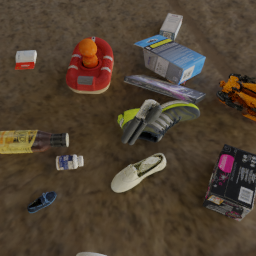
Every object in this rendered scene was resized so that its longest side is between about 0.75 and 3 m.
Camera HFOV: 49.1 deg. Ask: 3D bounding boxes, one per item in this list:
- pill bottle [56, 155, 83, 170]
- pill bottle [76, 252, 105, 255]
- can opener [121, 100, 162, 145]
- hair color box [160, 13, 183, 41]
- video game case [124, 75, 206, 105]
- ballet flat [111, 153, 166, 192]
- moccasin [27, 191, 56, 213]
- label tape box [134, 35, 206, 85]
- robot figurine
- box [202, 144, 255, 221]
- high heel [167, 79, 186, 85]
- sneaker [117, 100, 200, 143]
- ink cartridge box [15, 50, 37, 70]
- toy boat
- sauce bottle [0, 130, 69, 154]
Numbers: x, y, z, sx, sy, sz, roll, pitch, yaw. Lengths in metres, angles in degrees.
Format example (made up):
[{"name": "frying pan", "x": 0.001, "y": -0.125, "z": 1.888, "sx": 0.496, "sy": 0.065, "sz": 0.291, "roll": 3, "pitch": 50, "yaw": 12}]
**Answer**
[{"name": "pill bottle", "x": -1.826, "y": 1.069, "z": 8.795, "sx": 0.794, "sy": 0.441, "sz": 0.441, "roll": -5, "pitch": 53, "yaw": -4}, {"name": "pill bottle", "x": -0.919, "y": 3.921, "z": 6.163, "sx": 1.168, "sy": 1.168, "sz": 2.008, "roll": 6, "pitch": 51, "yaw": 5}, {"name": "can opener", "x": 0.311, "y": -0.104, "z": 7.435, "sx": 0.420, "sy": 1.595, "sz": 0.530, "roll": 18, "pitch": 39, "yaw": -23}, {"name": "hair color box", "x": 2.051, "y": -4.822, "z": 13.322, "sx": 0.744, "sy": 0.456, "sz": 1.504, "roll": 16, "pitch": 55, "yaw": 12}, {"name": "video game case", "x": 1.384, "y": -1.455, "z": 10.147, "sx": 2.614, "sy": 0.248, "sz": 1.867, "roll": 22, "pitch": 20, "yaw": 19}, {"name": "ballet flat", "x": 0.326, "y": 1.270, "z": 8.526, "sx": 1.929, "sy": 0.670, "sz": 0.670, "roll": -25, "pitch": 56, "yaw": -17}, {"name": "moccasin", "x": -2.468, "y": 2.128, "z": 8.069, "sx": 0.882, "sy": 0.301, "sz": 0.355, "roll": -37, "pitch": 61, "yaw": -25}, {"name": "label tape box", "x": 1.625, "y": -2.844, "z": 11.386, "sx": 2.430, "sy": 0.803, "sz": 1.741, "roll": 34, "pitch": 45, "yaw": 26}, {"name": "robot figurine", "x": 4.474, "y": -1.050, "z": 10.247, "sx": 2.517, "sy": 0.733, "sz": 1.825, "roll": 30, "pitch": 58, "yaw": 20}, {"name": "box", "x": 3.010, "y": 1.559, "z": 8.069, "sx": 1.156, "sy": 1.003, "sz": 1.749, "roll": 20, "pitch": 56, "yaw": 13}, {"name": "high heel", "x": 1.948, "y": -1.980, "z": 11.239, "sx": 0.758, "sy": 0.255, "sz": 0.364, "roll": 15, "pitch": 64, "yaw": 5}, {"name": "sneaker", "x": 1.114, "y": -0.117, "z": 9.497, "sx": 2.825, "sy": 1.044, "sz": 1.144, "roll": -13, "pitch": 64, "yaw": -4}, {"name": "ink cartridge box", "x": -4.402, "y": -2.926, "z": 12.000, "sx": 0.809, "sy": 0.239, "sz": 1.011, "roll": -3, "pitch": 51, "yaw": -3}, {"name": "toy boat", "x": -1.484, "y": -2.691, "z": 10.875, "sx": 1.719, "sy": 1.722, "sz": 2.634, "roll": 3, "pitch": 52, "yaw": 2}, {"name": "sauce bottle", "x": -3.125, "y": 0.421, "z": 9.105, "sx": 2.329, "sy": 0.769, "sz": 0.769, "roll": -4, "pitch": 53, "yaw": -3}]
